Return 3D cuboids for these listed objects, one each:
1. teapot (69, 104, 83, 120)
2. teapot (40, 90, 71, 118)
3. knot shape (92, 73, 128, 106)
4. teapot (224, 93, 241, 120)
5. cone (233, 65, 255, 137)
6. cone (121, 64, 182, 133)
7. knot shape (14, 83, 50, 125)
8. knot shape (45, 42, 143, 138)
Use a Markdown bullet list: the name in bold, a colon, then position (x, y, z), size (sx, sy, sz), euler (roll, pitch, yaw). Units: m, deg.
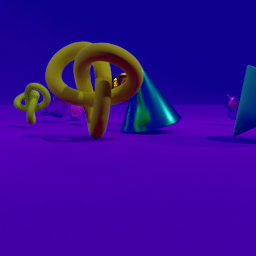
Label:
- **teapot**: position (-2.118, -0.703, 11.060), size (0.580, 0.737, 1.185), euler (9, 25, -16)
- **teapot**: position (-2.640, -0.885, 10.093), size (0.877, 1.113, 1.790), euler (-1, -30, -39)
- **knot shape**: position (-0.522, -1.021, 8.514), size (1.917, 0.886, 1.794), euler (-19, 14, 10)
- **teapot**: position (3.375, -0.575, 8.502), size (0.756, 1.216, 0.595), euler (-39, -17, 27)
- **cone**: position (2.322, -0.305, 5.150), size (1.206, 1.210, 1.206), euler (30, 19, -12)
- **cone**: position (0.393, -0.801, 6.551), size (1.470, 1.475, 1.470), euler (-12, 11, 2)
- **knot shape**: position (-2.743, -0.734, 7.848), size (1.081, 1.155, 0.534), euler (27, 8, 37)
- **knot shape**: position (-0.552, -0.853, 5.099), size (1.764, 1.885, 0.871), euler (-25, 1, 38)
